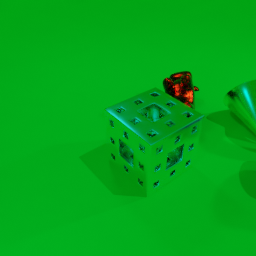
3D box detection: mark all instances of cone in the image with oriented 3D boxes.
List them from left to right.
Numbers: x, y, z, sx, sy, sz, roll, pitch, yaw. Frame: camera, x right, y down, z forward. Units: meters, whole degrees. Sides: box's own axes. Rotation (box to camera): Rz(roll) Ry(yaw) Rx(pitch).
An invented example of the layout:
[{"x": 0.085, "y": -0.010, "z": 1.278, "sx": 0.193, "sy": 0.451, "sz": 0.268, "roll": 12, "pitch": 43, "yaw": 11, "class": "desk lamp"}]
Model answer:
[{"x": 3.165, "y": -0.221, "z": 6.760, "sx": 1.393, "sy": 1.393, "sz": 1.398, "roll": -3, "pitch": 65, "yaw": -4, "class": "cone"}]

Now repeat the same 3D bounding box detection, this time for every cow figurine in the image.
[{"x": 1.409, "y": -0.819, "z": 7.370, "sx": 0.890, "sy": 1.596, "sz": 1.622, "roll": -8, "pitch": 73, "yaw": 18, "class": "cow figurine"}]

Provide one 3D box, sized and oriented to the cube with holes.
[{"x": 0.477, "y": 0.221, "z": 5.657, "sx": 1.333, "sy": 1.333, "sz": 1.333, "roll": -26, "pitch": 45, "yaw": -29, "class": "cube with holes"}]
